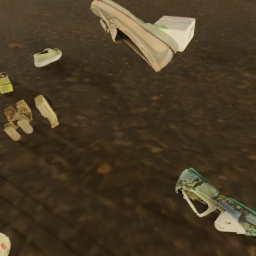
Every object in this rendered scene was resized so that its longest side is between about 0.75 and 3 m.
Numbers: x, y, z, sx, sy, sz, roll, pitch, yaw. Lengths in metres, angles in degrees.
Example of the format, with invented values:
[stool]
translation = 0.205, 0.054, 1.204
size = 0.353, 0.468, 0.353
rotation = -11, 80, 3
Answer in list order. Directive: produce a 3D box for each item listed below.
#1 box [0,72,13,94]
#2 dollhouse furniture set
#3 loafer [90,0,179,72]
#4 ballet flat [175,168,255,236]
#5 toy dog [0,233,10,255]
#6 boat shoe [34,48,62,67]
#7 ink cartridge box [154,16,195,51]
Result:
[box]
translation = -3.977, -1.452, 8.907
size = 0.391, 0.260, 1.039
rotation = -19, 40, -25
[dollhouse furniture set]
translation = -2.419, -0.200, 6.978
size = 1.093, 0.726, 0.958
rotation = -29, 39, -3
[loafer]
translation = -0.026, -2.414, 7.072
size = 2.705, 0.851, 0.973
rotation = 37, 7, 19
[ballet flat]
translation = 1.503, 1.364, 4.708
size = 0.642, 0.642, 1.731
rotation = -24, 40, -31
[toy dog]
translation = -1.988, 1.937, 3.701
size = 1.172, 0.844, 1.209
rotation = -29, 30, 22
[boat shoe]
translation = -3.007, -2.771, 10.626
size = 0.526, 0.453, 1.462
rotation = 12, 37, 17
[ink cartridge box]
translation = 2.058, -4.337, 12.492
size = 1.536, 0.883, 2.622
rotation = 13, 37, 18
